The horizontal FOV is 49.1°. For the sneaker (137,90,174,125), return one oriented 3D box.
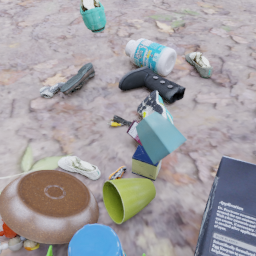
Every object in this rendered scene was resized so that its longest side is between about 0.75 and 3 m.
[{"bbox_3d":[1.163,-0.540,11.283,1.148,1.179,2.961,-42,27,18],"label":"sneaker"}]

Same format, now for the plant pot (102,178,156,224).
[{"bbox_3d":[0.122,2.065,8.567,1.382,1.293,1.293,-12,44,-31],"label":"plant pot"}]

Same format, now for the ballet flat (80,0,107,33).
[{"bbox_3d":[-1.303,-4.347,10.049,0.918,0.960,2.727,-17,40,-3],"label":"ballet flat"}]

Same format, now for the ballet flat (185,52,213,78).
[{"bbox_3d":[3.686,-3.458,14.379,0.788,0.745,2.339,-12,46,-12],"label":"ballet flat"}]

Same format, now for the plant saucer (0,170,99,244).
[{"bbox_3d":[-2.148,2.014,8.082,2.885,0.528,2.885,18,23,-8],"label":"plant saucer"}]

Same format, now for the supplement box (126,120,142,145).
[{"bbox_3d":[0.733,0.352,10.362,1.417,0.607,0.782,39,12,33],"label":"supplement box"}]

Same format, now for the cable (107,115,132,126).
[{"bbox_3d":[-0.155,-0.182,11.493,1.392,0.350,0.676,15,28,-2],"label":"cable"}]

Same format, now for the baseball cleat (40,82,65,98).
[{"bbox_3d":[-3.395,-1.700,12.890,1.267,0.442,0.674,-18,55,-6],"label":"baseball cleat"}]

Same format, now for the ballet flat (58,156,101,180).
[{"bbox_3d":[-1.704,1.273,9.716,1.682,0.584,0.584,19,48,18],"label":"ballet flat"}]

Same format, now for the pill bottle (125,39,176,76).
[{"bbox_3d":[1.081,-3.651,14.130,2.479,1.373,1.373,28,51,26],"label":"pill bottle"}]

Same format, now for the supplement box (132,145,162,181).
[{"bbox_3d":[0.645,1.195,9.539,0.896,0.895,0.601,17,47,17],"label":"supplement box"}]

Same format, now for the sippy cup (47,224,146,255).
[{"bbox_3d":[-0.779,3.260,6.889,2.205,1.616,1.732,-22,47,-22],"label":"sippy cup"}]

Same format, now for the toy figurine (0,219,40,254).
[{"bbox_3d":[-3.187,2.950,7.185,1.437,1.015,1.459,-15,0,39],"label":"toy figurine"}]

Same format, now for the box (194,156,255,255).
[{"bbox_3d":[2.570,2.672,6.753,1.612,2.700,2.746,15,46,17],"label":"box"}]

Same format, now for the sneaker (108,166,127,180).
[{"bbox_3d":[-0.306,1.591,9.605,0.766,0.300,0.296,-36,65,-25],"label":"sneaker"}]

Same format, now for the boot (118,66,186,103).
[{"bbox_3d":[1.086,-1.806,12.748,2.031,0.809,2.464,-35,59,-28],"label":"boot"}]

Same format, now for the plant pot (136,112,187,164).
[{"bbox_3d":[0.807,0.209,7.624,0.814,0.813,1.151,-32,81,-41],"label":"plant pot"}]

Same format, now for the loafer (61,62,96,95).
[{"bbox_3d":[-2.210,-2.189,13.124,0.842,0.737,2.343,-4,39,39],"label":"loafer"}]
